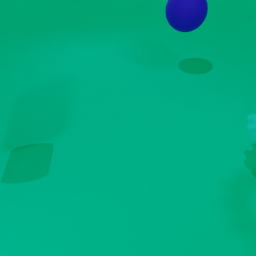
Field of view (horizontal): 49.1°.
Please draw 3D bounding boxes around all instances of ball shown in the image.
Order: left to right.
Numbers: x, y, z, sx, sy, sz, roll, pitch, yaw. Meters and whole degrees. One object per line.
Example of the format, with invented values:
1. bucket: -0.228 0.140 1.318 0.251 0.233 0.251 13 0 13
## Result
1. ball: 1.705 -3.440 8.189 1.220 1.220 1.220 0 39 0

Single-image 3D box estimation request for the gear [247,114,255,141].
1. gear: 2.914 -0.127 4.885 1.527 0.282 1.527 -20 23 9
